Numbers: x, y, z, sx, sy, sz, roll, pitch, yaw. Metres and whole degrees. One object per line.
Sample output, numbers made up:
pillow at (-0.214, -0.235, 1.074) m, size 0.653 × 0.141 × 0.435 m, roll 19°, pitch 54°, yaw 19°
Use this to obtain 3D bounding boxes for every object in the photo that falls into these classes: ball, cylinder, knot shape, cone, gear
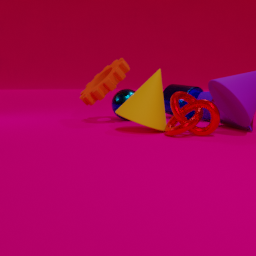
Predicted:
ball at (-0.039, -0.855, 10.131) m, size 1.122 × 1.122 × 1.122 m, roll 0°, pitch 9°, yaw 0°
cylinder at (3.067, -0.789, 9.785) m, size 0.997 × 0.997 × 0.997 m, roll 2°, pitch 8°, yaw 39°
knot shape at (1.472, -0.252, 7.054) m, size 1.300 × 0.642 × 1.390 m, roll -40°, pitch 56°, yaw -8°
cone at (3.201, -1.102, 7.308) m, size 1.535 × 1.529 × 1.529 m, roll -38°, pitch 11°, yaw 0°
cylinder at (2.078, -1.009, 10.590) m, size 1.221 × 1.221 × 1.221 m, roll -6°, pitch 16°, yaw -36°
gear at (-0.804, -1.571, 9.508) m, size 1.947 × 0.360 × 1.947 m, roll -36°, pitch 23°, yaw 18°
cone at (3.267, -0.314, 8.068) m, size 1.427 × 1.427 × 1.432 m, roll -1°, pitch 35°, yaw -5°
cone at (0.616, -0.898, 7.721) m, size 1.527 × 1.533 × 1.527 m, roll 19°, pitch 8°, yaw -3°
